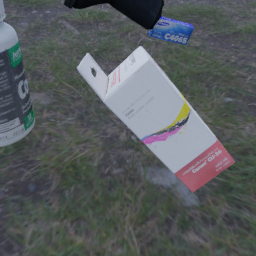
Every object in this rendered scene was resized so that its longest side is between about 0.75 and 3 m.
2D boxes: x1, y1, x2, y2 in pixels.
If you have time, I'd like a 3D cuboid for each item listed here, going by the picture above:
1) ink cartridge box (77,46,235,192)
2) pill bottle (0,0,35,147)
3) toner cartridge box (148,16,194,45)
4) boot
[{"bbox_3d":[0.449,-0.396,4.651,0.893,2.645,1.540,-40,19,13],"label":"ink cartridge box"},{"bbox_3d":[-2.337,-0.926,4.459,1.304,2.305,1.304,1,36,0],"label":"pill bottle"},{"bbox_3d":[1.221,-2.760,7.933,1.171,0.556,0.253,6,40,-19],"label":"toner cartridge box"},{"bbox_3d":[-0.166,-3.186,6.845,2.218,1.008,2.639,28,42,-15],"label":"boot"}]
